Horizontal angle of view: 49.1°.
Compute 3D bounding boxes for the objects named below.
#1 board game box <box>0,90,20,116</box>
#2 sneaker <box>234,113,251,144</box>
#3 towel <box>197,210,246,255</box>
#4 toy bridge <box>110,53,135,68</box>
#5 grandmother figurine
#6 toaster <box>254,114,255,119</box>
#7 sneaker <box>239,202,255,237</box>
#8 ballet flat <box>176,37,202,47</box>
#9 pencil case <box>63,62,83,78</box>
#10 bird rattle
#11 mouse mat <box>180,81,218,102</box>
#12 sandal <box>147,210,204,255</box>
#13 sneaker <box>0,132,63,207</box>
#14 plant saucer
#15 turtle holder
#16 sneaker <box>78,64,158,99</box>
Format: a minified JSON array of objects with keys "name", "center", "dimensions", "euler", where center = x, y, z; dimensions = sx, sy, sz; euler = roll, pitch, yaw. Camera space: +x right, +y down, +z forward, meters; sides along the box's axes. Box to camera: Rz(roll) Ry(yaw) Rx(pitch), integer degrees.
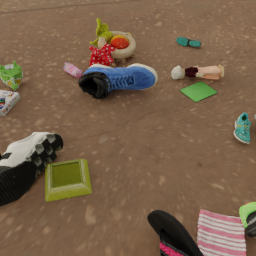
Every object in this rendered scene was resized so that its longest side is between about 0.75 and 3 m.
[{"name":"board game box","center":[-5.022,-0.999,10.240],"dimensions":[1.734,0.300,1.094],"euler":[10,43,11]},{"name":"sneaker","center":[3.692,-0.010,8.960],"dimensions":[0.483,0.497,1.247],"euler":[16,44,-2]},{"name":"towel","center":[2.124,2.605,6.349],"dimensions":[1.086,0.222,1.484],"euler":[9,43,10]},{"name":"toy bridge","center":[-0.322,-3.106,12.631],"dimensions":[0.504,0.204,1.499],"euler":[28,49,29]},{"name":"grandmother figurine","center":[2.812,-2.263,11.466],"dimensions":[2.070,0.627,1.256],"euler":[-2,16,2]},{"name":"toaster","center":[5.027,-0.192,8.816],"dimensions":[1.882,1.069,1.215],"euler":[26,52,25]},{"name":"sneaker","center":[3.683,2.249,6.471],"dimensions":[2.198,0.844,0.921],"euler":[3,67,2]},{"name":"ballet flat","center":[2.988,-4.186,13.752],"dimensions":[1.275,0.430,0.406],"euler":[17,18,17]},{"name":"pencil case","center":[-2.307,-2.426,11.740],"dimensions":[0.943,0.412,0.412],"euler":[33,52,30]},{"name":"bird rattle","center":[-0.698,-3.728,12.437],"dimensions":[2.149,1.485,2.636],"euler":[-4,44,-9]},{"name":"mouse mat","center":[2.751,-1.429,10.916],"dimensions":[1.215,0.046,0.978],"euler":[-24,47,-22]},{"name":"sandal","center":[1.163,2.772,5.603],"dimensions":[0.616,1.026,2.732],"euler":[-24,50,-23]},{"name":"sneaker","center":[-3.070,1.036,7.646],"dimensions":[1.193,0.999,2.696],"euler":[12,39,30]},{"name":"plant saucer","center":[-1.680,1.329,7.691],"dimensions":[1.228,0.294,1.226],"euler":[-9,43,-9]},{"name":"turtle holder","center":[-4.477,-2.007,10.963],"dimensions":[1.163,0.826,0.884],"euler":[27,48,26]},{"name":"sneaker","center":[-0.441,-1.669,10.344],"dimensions":[2.865,1.100,1.594],"euler":[10,37,16]}]
